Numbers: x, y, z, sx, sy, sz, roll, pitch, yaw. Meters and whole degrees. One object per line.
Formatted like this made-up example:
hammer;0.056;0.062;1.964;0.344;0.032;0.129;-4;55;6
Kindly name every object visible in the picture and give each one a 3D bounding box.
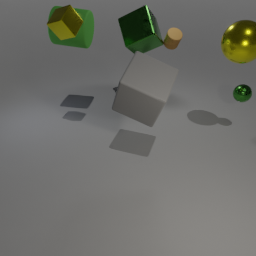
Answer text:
cube;0.497;-1.151;8.474;1.400;1.400;1.400;24;57;1
ball;3.825;-2.853;9.324;1.400;1.400;1.400;0;29;0
cube;-1.983;-3.324;8.860;0.700;0.700;0.700;3;62;36
cube;0.591;-4.286;12.503;1.400;1.400;1.400;-18;-10;21
cylinder;2.036;-4.055;12.727;0.700;0.700;0.700;4;69;-9
cylinder;-2.146;-3.853;10.744;1.400;1.400;1.400;10;30;5
ball;4.439;-1.345;10.867;0.700;0.700;0.700;0;29;0
